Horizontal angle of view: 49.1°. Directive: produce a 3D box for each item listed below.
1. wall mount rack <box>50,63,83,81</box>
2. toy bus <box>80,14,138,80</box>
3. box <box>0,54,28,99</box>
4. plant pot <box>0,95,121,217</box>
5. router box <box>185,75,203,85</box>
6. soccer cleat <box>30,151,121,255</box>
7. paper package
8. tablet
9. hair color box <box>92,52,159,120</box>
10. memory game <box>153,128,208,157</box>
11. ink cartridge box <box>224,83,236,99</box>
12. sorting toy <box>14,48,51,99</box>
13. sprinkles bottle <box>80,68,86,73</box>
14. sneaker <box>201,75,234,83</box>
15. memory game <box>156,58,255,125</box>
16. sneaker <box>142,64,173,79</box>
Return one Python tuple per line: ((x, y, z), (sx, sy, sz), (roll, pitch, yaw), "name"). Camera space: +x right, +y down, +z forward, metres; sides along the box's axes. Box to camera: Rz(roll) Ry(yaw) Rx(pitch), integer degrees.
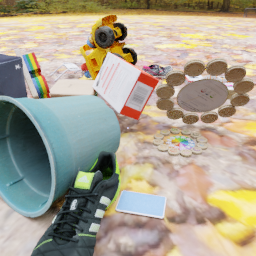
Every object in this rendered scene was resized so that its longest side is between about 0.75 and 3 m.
((-3.159, -2.885, 14.382), (1.481, 0.635, 1.704), (-9, 28, -25), "wall mount rack")
((-1.241, -3.412, 13.037), (2.773, 2.888, 1.960), (-11, 20, 31), "toy bus")
((-4.334, -0.894, 8.307), (2.523, 2.481, 1.481), (15, 31, 27), "box")
((-1.565, 0.303, 6.348), (2.450, 2.450, 2.400), (18, 25, 31), "plant pot")
((3.205, -2.330, 13.616), (0.908, 0.247, 1.012), (-2, 27, -4), "router box")
((-0.886, 1.488, 5.034), (1.009, 1.211, 2.989), (8, 28, 15), "soccer cleat")
((-2.018, -1.168, 10.593), (1.693, 0.919, 1.776), (1, 26, 2), "paper package")
((0.292, 1.632, 6.023), (1.016, 0.069, 0.661), (7, 27, 11), "tablet")
((-0.185, -1.449, 9.224), (0.816, 1.415, 2.552), (18, 17, -35), "hair color box")
((1.556, 0.394, 8.416), (1.670, 0.106, 1.670), (0, 27, 0), "memory game")
((4.085, -1.597, 11.969), (1.166, 0.438, 0.961), (1, 28, 4), "ink cartridge box")
((-2.946, -1.483, 8.991), (0.577, 1.648, 1.658), (-21, -10, -16), "sorting toy")
((-2.157, -3.294, 15.405), (0.350, 0.350, 1.025), (19, 32, 32), "sprinkles bottle")
((4.165, -2.077, 12.825), (1.685, 0.659, 0.651), (6, 12, 7), "sneaker")
((2.229, -0.975, 8.341), (2.876, 2.876, 0.183), (1, 55, 1), "memory game")
((1.543, -2.873, 14.124), (2.043, 0.763, 0.824), (-21, 34, -36), "sneaker")
